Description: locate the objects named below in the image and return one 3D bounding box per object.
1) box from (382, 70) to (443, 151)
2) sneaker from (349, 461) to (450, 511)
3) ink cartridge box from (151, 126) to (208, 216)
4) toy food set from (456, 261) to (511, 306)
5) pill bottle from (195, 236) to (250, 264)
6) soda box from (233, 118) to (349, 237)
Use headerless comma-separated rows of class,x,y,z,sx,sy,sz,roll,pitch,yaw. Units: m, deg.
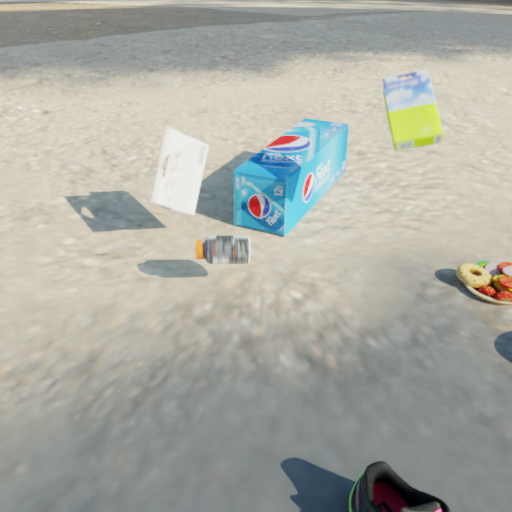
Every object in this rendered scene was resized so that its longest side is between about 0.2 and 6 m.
box,2.187,-2.052,7.895,0.675,0.264,1.106,-9,66,11
sneaker,1.384,2.429,4.561,0.684,0.747,1.782,-18,36,-28
ink cartridge box,-1.324,-1.378,9.213,0.279,1.246,1.097,11,-2,34
toy food set,3.653,0.379,8.449,1.041,0.256,1.051,-13,33,-21
pill bottle,-0.485,-0.091,8.041,0.774,0.411,0.411,0,31,-6
soda box,0.777,-1.664,10.987,1.066,1.127,3.323,14,34,22
